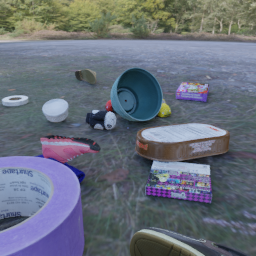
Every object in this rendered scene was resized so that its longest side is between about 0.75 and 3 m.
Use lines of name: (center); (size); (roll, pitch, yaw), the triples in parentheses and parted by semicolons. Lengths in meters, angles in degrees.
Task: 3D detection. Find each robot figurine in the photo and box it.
robot figurine: (-0.935, -0.271, 9.742); (1.055, 0.659, 0.793); (7, 29, 16)

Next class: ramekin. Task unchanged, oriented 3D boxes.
ramekin: (-2.694, -0.631, 10.542); (0.968, 0.451, 0.968); (-1, 45, 1)

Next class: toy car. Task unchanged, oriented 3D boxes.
toy car: (0.681, -1.297, 12.162); (2.804, 0.625, 2.638); (8, 26, 18)

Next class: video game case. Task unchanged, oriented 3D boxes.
video game case: (1.208, 1.200, 6.576); (1.424, 0.255, 1.291); (5, 22, 12)

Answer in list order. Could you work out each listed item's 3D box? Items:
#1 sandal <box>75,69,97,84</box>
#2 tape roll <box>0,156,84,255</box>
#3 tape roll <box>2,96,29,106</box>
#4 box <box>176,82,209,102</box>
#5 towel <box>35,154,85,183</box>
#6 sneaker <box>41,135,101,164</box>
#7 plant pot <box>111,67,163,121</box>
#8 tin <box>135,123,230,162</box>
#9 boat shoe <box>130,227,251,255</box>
sandal: (-2.291, -3.201, 16.774); (0.760, 0.847, 2.310); (-24, 27, -33)
tape roll: (-2.086, 1.560, 4.502); (2.692, 1.144, 2.692); (-1, 22, 0)
tape roll: (-5.119, -1.240, 12.737); (1.120, 0.205, 1.120); (0, 22, 0)
box: (3.248, -1.830, 13.918); (1.421, 0.406, 2.076); (7, 23, 16)
towel: (-1.923, 1.103, 6.749); (1.143, 0.384, 1.548); (-12, 24, -43)
sneaker: (-1.403, 0.560, 6.882); (1.496, 0.649, 0.551); (6, 8, 7)
plant pot: (0.140, -1.127, 10.594); (1.963, 1.963, 1.315); (-13, -2, -30)
tin: (1.603, 0.343, 8.026); (2.911, 0.610, 1.630); (-6, 22, -26)
boat shoe: (1.277, 2.048, 3.736); (2.646, 0.969, 0.858); (20, 21, 27)
